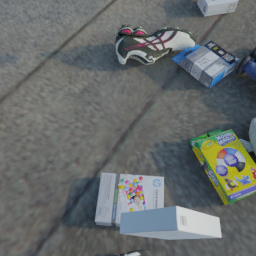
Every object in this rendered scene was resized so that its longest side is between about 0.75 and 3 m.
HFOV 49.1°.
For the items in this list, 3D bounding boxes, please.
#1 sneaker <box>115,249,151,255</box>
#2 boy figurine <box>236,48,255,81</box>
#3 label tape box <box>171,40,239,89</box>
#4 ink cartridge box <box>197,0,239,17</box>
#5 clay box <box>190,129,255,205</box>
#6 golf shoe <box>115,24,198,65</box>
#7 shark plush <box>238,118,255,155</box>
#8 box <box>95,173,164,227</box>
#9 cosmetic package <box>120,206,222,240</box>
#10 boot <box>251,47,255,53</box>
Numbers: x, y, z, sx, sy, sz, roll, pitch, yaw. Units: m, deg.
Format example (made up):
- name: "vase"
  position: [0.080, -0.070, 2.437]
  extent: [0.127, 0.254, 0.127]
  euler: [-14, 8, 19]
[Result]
- name: "sneaker"
  position: [-0.380, 3.481, 5.946]
  extent: [2.148, 0.813, 1.241]
  euler: [-21, 65, -1]
- name: "boy figurine"
  position: [4.970, -1.413, 8.768]
  extent: [1.823, 0.944, 2.931]
  euler: [-40, 67, -18]
- name: "label tape box"
  position: [2.578, -2.352, 9.563]
  extent: [1.305, 0.573, 1.810]
  euler: [-36, 65, -20]
- name: "ink cartridge box"
  position: [3.550, -5.155, 11.295]
  extent: [1.308, 0.548, 1.148]
  euler: [-11, 59, -7]
- name: "clay box"
  position: [2.657, 0.897, 7.612]
  extent: [1.177, 0.488, 2.049]
  euler: [-18, 61, -12]
- name: "golf shoe"
  position: [0.981, -2.782, 9.734]
  extent: [2.863, 1.105, 1.261]
  euler: [0, 84, -3]
- name: "shark plush"
  position: [4.180, 0.723, 7.555]
  extent: [1.076, 1.174, 2.584]
  euler: [-4, 47, -39]
- name: "box"
  position: [0.066, 1.841, 7.130]
  extent: [1.658, 0.341, 1.292]
  euler: [5, 59, 2]
- name: "cosmetic package"
  position: [0.616, 1.362, 3.915]
  extent: [0.908, 1.205, 0.311]
  euler: [-21, 57, 35]
- name: "boot"
  position: [5.350, -2.661, 9.820]
  extent: [1.734, 0.557, 1.616]
  euler: [36, 63, 25]
